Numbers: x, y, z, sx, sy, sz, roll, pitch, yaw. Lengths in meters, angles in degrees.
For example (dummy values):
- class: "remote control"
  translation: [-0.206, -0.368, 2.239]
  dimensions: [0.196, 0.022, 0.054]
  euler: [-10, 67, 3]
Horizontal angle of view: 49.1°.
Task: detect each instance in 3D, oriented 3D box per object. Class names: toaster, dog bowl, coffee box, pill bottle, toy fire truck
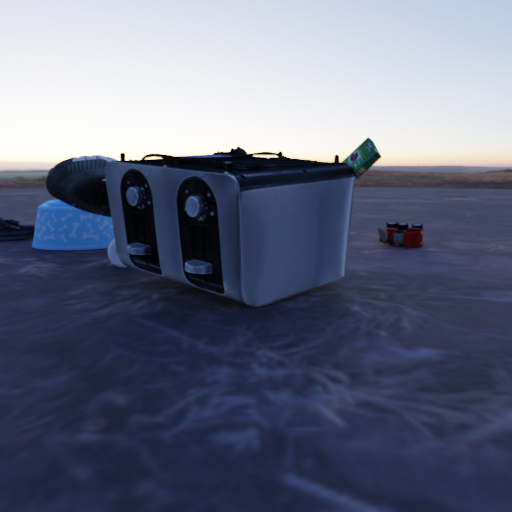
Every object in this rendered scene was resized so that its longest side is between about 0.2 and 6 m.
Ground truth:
- class: "toaster"
  translation: [-0.284, -0.643, 8.616]
  dimensions: [2.884, 1.893, 3.190]
  euler: [14, 19, 40]
- class: "dog bowl"
  translation: [-4.343, -0.869, 13.999]
  dimensions: [2.179, 0.969, 3.910]
  euler: [-2, 10, -14]
- class: "coffee box"
  translation: [1.947, -1.784, 10.825]
  dimensions: [0.210, 0.955, 0.587]
  euler: [31, 29, -30]
- class: "pill bottle"
  translation: [-2.463, -0.131, 10.565]
  dimensions: [0.582, 0.582, 1.040]
  euler: [-2, 8, -10]
- class: "toy fire truck"
  translation: [3.209, -0.460, 12.697]
  dimensions: [0.947, 0.692, 1.076]
  euler: [7, 23, 35]

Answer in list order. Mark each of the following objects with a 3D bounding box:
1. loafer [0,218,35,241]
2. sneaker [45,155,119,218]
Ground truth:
- class: "loafer"
  translation: [-6.586, -0.709, 13.906]
  dimensions: [2.102, 0.662, 0.756]
  euler: [-4, 10, -25]
- class: "sneaker"
  translation: [-2.244, -1.037, 10.498]
  dimensions: [3.193, 1.061, 1.445]
  euler: [12, 20, -43]
